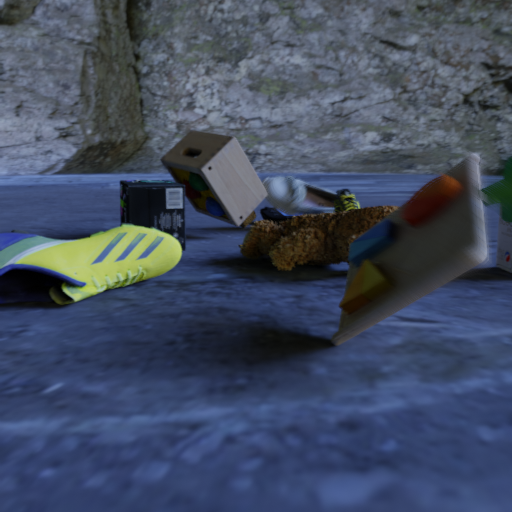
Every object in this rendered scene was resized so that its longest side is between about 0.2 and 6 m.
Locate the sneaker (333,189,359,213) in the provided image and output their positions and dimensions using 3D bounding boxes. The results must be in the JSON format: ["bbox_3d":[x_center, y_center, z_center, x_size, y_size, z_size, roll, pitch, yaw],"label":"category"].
[{"bbox_3d":[2.139,-1.092,13.275,0.669,0.760,1.796,-8,21,-4],"label":"sneaker"}]

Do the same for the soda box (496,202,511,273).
[{"bbox_3d":[5.837,-0.305,9.102,3.473,1.183,1.105,-1,11,-2],"label":"soda box"}]

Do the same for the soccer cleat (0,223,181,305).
[{"bbox_3d":[-2.355,0.233,7.747,3.058,0.989,1.279,-3,40,-36],"label":"soccer cleat"}]

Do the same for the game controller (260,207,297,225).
[{"bbox_3d":[1.200,-1.147,15.572,2.108,0.444,1.100,-4,13,-19],"label":"game controller"}]

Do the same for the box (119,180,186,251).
[{"bbox_3d":[-2.175,-0.866,11.589,1.132,1.353,1.822,-3,11,-19],"label":"box"}]

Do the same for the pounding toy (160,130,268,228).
[{"bbox_3d":[-1.020,-1.512,13.595,1.291,2.821,2.478,-48,40,-18],"label":"pounding toy"}]

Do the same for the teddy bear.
[{"bbox_3d":[1.158,-0.210,9.734,3.154,1.053,2.287,-3,1,27],"label":"teddy bear"}]

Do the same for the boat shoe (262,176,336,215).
[{"bbox_3d":[1.306,-1.499,14.319,2.590,0.954,0.830,18,-36,-30],"label":"boat shoe"}]

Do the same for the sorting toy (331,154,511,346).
[{"bbox_3d":[1.768,-0.344,5.587,2.655,0.391,1.962,-41,15,39],"label":"sorting toy"}]
